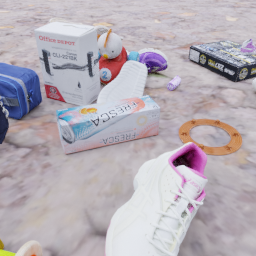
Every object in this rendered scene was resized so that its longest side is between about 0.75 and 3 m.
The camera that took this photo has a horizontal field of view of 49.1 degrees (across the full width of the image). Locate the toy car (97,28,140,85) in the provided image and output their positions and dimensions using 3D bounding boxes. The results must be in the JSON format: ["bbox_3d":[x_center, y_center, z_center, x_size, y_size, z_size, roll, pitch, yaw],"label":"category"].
[{"bbox_3d":[-0.650,-2.588,9.822,1.699,1.843,1.630,12,68,15],"label":"toy car"}]

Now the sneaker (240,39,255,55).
[{"bbox_3d":[4.949,-3.221,11.070,1.018,0.581,0.369,-9,33,-19],"label":"sneaker"}]

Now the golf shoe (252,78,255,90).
[{"bbox_3d":[4.438,-1.096,8.843,1.012,0.833,2.142,-7,33,-11],"label":"golf shoe"}]

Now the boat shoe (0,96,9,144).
[{"bbox_3d":[-3.278,-0.537,6.668,0.755,2.023,0.938,12,-5,26],"label":"boat shoe"}]

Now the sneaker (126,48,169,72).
[{"bbox_3d":[0.338,-2.438,11.044,2.535,1.022,1.058,5,48,23],"label":"sneaker"}]

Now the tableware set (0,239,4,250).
[{"bbox_3d":[-2.911,1.890,4.842,1.616,0.248,1.088,10,32,17],"label":"tableware set"}]

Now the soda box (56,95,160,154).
[{"bbox_3d":[-0.479,-0.134,7.289,2.591,0.886,0.824,-12,35,-17],"label":"soda box"}]

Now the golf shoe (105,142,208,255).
[{"bbox_3d":[0.552,1.292,4.413,1.124,1.366,2.985,38,37,-10],"label":"golf shoe"}]

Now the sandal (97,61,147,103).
[{"bbox_3d":[-0.050,-1.147,9.049,1.195,0.722,2.937,24,48,8],"label":"sandal"}]

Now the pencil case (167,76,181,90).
[{"bbox_3d":[1.668,-1.623,10.097,0.318,0.324,0.757,16,37,23],"label":"pencil case"}]

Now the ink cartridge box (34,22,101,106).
[{"bbox_3d":[-1.842,-2.005,8.860,1.659,2.299,0.963,15,36,22],"label":"ink cartridge box"}]

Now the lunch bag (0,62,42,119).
[{"bbox_3d":[-3.575,-1.065,8.365,1.885,1.281,1.247,14,36,17],"label":"lunch bag"}]

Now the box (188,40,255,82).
[{"bbox_3d":[4.326,-2.936,11.763,2.294,0.699,2.846,-18,37,-23],"label":"box"}]

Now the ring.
[{"bbox_3d":[2.205,0.159,7.526,1.674,0.161,1.674,0,33,0],"label":"ring"}]

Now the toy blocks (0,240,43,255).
[{"bbox_3d":[-1.278,2.400,3.458,2.359,0.856,1.966,8,35,12],"label":"toy blocks"}]

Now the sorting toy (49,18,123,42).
[{"bbox_3d":[-1.691,-4.221,13.196,2.949,1.575,2.654,23,32,33],"label":"sorting toy"}]
